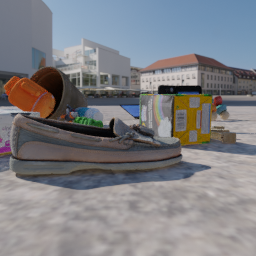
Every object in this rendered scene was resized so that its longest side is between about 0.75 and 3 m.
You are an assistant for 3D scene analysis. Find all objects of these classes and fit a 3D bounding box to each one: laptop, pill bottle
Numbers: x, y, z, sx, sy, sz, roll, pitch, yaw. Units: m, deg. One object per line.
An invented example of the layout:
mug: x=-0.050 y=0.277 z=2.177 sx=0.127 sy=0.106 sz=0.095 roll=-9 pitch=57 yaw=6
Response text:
laptop: x=1.351 y=-1.319 z=16.337 sx=2.409 sy=1.404 sz=2.718 roll=-6 pitch=-18 yaw=-42
pill bottle: x=-1.599 y=-0.444 z=11.341 sx=0.776 sy=0.776 sz=1.401 roll=-5 pitch=7 yaw=-41

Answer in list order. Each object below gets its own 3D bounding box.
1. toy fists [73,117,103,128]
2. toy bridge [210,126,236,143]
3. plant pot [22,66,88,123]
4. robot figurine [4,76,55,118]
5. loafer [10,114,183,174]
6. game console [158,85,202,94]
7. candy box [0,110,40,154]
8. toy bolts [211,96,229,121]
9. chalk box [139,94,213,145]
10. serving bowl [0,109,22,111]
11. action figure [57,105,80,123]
toy fists: x=-1.480 y=-0.146 z=9.946 sx=0.722 sy=0.487 sz=1.417 roll=-4 pitch=8 yaw=-32
toy bridge: x=2.536 y=0.153 z=7.982 sx=0.674 sy=0.273 sz=2.005 roll=1 pitch=6 yaw=10
plant pot: x=-2.958 y=-1.114 z=12.175 sx=2.459 sy=2.459 sz=2.134 roll=3 pitch=-11 yaw=31
robot figurine: x=-3.678 y=-1.119 z=10.733 sx=2.023 sy=1.455 sz=1.180 roll=33 pitch=27 yaw=-1
loafer: x=-0.397 y=0.197 z=4.470 sx=2.800 sy=0.880 sz=1.007 roll=-2 pitch=6 yaw=-17
game console: x=1.829 y=-0.724 z=9.977 sx=1.418 sy=1.612 sz=0.938 roll=-5 pitch=8 yaw=-42
candy box: x=-3.589 y=0.032 z=6.234 sx=2.784 sy=0.849 sz=1.898 roll=4 pitch=7 yaw=34
toy bolts: x=4.561 y=-0.785 z=15.322 sx=1.872 sy=1.298 sz=1.788 roll=-13 pitch=-29 yaw=-26
chalk box: x=1.107 y=-0.299 z=7.586 sx=1.247 sy=1.253 sz=2.014 roll=-3 pitch=8 yaw=-27
serving bowl: x=-5.728 y=-0.588 z=13.465 sx=1.995 sy=0.656 sz=1.995 roll=1 pitch=5 yaw=0
action figure: x=-2.124 y=-0.292 z=10.616 sx=1.032 sy=1.067 sz=0.558 roll=-34 pitch=16 yaw=48
